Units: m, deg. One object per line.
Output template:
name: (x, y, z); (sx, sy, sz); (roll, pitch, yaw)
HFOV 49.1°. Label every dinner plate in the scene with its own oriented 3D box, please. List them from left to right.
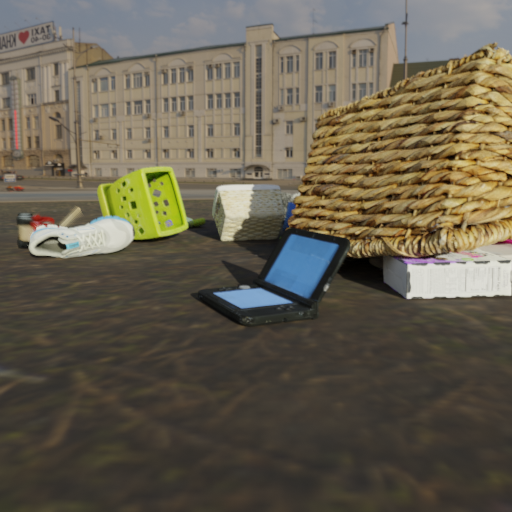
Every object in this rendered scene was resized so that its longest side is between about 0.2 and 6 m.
dinner plate: (3.663, 0.001, 10.046); (3.217, 0.390, 3.217); (0, 10, 0)

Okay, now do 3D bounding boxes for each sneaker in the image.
sneaker: (-3.385, -0.259, 10.873); (2.047, 0.767, 0.887); (-10, 16, -8)
sneaker: (1.376, -0.892, 14.159); (1.139, 1.025, 2.924); (13, 10, 7)

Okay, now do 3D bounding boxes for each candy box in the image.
candy box: (2.628, 0.225, 7.860); (1.417, 0.507, 1.188); (-2, 9, -3)

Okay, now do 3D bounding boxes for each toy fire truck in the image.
toy fire truck: (-4.616, -0.691, 12.486); (1.302, 0.838, 1.146); (-1, 11, -21)

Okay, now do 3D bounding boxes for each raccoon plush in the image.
raccoon plush: (0.884, -1.626, 18.432); (1.678, 1.211, 2.504); (5, 6, -24)

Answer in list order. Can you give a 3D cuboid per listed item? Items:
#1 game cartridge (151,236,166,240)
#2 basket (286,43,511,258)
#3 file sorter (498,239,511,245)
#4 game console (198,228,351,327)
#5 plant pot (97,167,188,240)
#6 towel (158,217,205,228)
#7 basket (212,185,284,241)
game cartridge: (-2.620, -0.497, 14.076); (0.533, 0.098, 0.605); (3, 12, 17)
basket: (2.858, -0.879, 9.422); (2.997, 3.129, 4.200); (25, -17, -29)
file sorter: (4.603, -1.152, 11.622); (1.936, 1.748, 2.787); (11, 1, -35)
game console: (0.159, 0.191, 6.830); (1.385, 0.917, 1.575); (-4, 9, -25)
plant pot: (-2.779, -1.167, 13.461); (1.487, 1.631, 1.639); (-12, 5, 18)
towel: (-3.141, -1.015, 16.767); (2.849, 0.324, 2.046); (-4, 9, -23)
basket: (-0.182, -1.007, 13.482); (1.586, 1.075, 0.978); (-2, 54, -14)
